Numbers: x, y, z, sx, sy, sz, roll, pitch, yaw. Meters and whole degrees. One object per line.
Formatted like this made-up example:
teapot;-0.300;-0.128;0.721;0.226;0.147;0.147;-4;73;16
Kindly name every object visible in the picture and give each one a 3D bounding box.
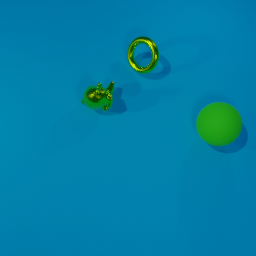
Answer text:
ball;2.519;-0.107;7.776;1.220;1.220;1.220;0;76;0
monkey head;-0.865;-1.041;8.373;0.868;1.440;1.036;24;67;-21
ring;0.449;-2.231;8.593;1.128;1.128;0.226;50;38;11
